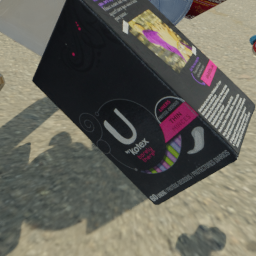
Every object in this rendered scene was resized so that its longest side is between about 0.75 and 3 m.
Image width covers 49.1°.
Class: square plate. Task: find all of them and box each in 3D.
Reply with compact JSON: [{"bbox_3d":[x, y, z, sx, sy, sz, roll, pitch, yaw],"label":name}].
[{"bbox_3d":[-1.802,-2.615,7.068,2.674,2.649,0.380,-18,54,43],"label":"square plate"}]

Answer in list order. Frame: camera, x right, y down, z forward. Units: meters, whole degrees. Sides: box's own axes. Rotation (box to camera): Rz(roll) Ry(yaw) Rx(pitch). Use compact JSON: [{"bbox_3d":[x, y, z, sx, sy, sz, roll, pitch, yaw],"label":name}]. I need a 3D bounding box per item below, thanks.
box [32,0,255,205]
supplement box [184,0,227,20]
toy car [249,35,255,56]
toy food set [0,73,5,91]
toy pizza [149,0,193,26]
[{"bbox_3d":[0.229,-0.553,4.487,2.951,1.804,1.565,45,42,2],"label":"box"},{"bbox_3d":[2.380,-4.473,9.213,1.344,0.752,2.470,3,-3,-28],"label":"supplement box"},{"bbox_3d":[3.444,-2.034,6.590,0.737,0.833,0.768,1,61,-19],"label":"toy car"},{"bbox_3d":[-3.195,-1.178,5.933,0.424,1.008,1.405,-58,18,-12],"label":"toy food set"},{"bbox_3d":[0.994,-4.151,8.635,2.384,2.384,0.378,25,21,30],"label":"toy pizza"}]
